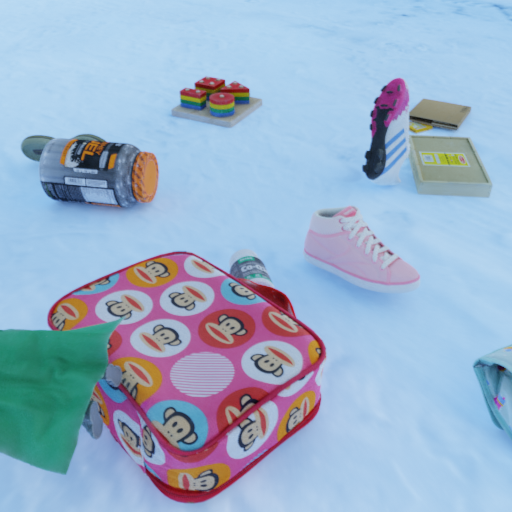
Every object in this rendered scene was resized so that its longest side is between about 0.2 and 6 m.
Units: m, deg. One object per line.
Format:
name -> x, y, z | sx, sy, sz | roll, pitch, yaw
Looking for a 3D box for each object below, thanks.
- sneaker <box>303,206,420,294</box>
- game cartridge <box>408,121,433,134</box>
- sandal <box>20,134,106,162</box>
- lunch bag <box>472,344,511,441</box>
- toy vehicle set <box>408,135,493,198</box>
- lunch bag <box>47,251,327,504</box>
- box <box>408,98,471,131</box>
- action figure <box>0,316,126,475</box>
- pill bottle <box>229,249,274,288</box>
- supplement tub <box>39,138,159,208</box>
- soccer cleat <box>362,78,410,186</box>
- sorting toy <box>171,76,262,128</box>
sneaker -> 1.523, -0.155, 8.131 | 1.865, 0.975, 0.702 | 22, 32, 32
game cartridge -> 3.783, -3.039, 13.148 | 0.571, 0.093, 0.503 | -20, 40, -25
sandal -> -3.739, -1.940, 11.176 | 2.141, 0.850, 0.611 | 3, 53, 15
lunch bag -> 3.367, 1.560, 6.084 | 1.402, 1.004, 1.646 | -15, 44, -19
toy vehicle set -> 3.846, -1.865, 11.367 | 1.343, 0.287, 2.162 | 4, 36, 5
lunch bag -> -0.688, 1.061, 6.564 | 2.589, 1.204, 2.939 | -28, 45, -33
box -> 4.444, -3.467, 13.617 | 1.245, 0.162, 1.524 | 18, 37, 23
action figure -> -2.610, 1.160, 5.246 | 2.571, 0.703, 1.519 | 4, 46, 11
pill bottle -> -0.089, 0.327, 8.088 | 0.550, 0.550, 0.972 | -8, 31, -10
supplement tub -> -2.798, -1.490, 10.126 | 1.889, 1.157, 1.157 | 6, 36, 8
soccer cleat -> 2.612, -2.328, 10.746 | 0.877, 2.032, 0.710 | 13, 1, -35
sorting toy -> -0.958, -3.893, 13.889 | 1.695, 0.593, 1.705 | 17, 39, 21
